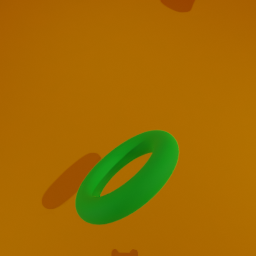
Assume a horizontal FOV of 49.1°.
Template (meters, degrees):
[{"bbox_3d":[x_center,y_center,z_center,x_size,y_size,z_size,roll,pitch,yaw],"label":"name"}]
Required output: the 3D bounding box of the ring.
[{"bbox_3d":[-0.039,0.663,4.130,1.775,1.775,0.355,-42,106,-16],"label":"ring"}]
